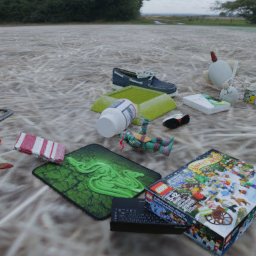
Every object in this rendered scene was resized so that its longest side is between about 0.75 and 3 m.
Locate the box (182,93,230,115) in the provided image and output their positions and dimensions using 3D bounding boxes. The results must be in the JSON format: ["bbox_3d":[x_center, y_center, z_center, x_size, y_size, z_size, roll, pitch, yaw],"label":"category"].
[{"bbox_3d":[2.794,-0.894,10.099,1.018,0.256,1.410,-14,29,-27],"label":"box"}]

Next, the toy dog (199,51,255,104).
[{"bbox_3d":[3.744,-2.164,11.130,1.958,1.430,2.970,-32,23,1],"label":"toy dog"}]

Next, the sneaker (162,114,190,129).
[{"bbox_3d":[1.393,-0.208,8.583,1.018,0.359,0.476,-16,13,-29],"label":"sneaker"}]

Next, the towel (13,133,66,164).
[{"bbox_3d":[-2.058,0.447,6.646,1.137,0.129,0.819,19,20,-16],"label":"towel"}]

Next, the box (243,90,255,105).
[{"bbox_3d":[4.825,-1.051,10.233,0.391,0.426,1.217,-11,27,-22],"label":"box"}]

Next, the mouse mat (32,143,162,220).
[{"bbox_3d":[-0.709,1.003,6.158,2.377,0.090,1.913,22,32,37],"label":"mouse mat"}]

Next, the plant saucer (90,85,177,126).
[{"bbox_3d":[0.228,-0.947,9.858,2.288,0.549,2.291,19,31,36],"label":"plant saucer"}]

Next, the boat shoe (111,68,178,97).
[{"bbox_3d":[0.627,-1.923,11.534,2.998,0.927,1.122,17,28,31],"label":"boat shoe"}]

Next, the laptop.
[{"bbox_3d":[0.304,1.347,4.592,1.169,0.681,1.319,4,25,-1],"label":"laptop"}]

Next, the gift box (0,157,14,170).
[{"bbox_3d":[-2.357,1.403,2.876,2.440,2.252,2.279,-8,34,-26],"label":"gift box"}]

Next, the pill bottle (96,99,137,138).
[{"bbox_3d":[-0.341,-0.272,8.072,0.803,0.803,1.343,10,27,21],"label":"pill bottle"}]

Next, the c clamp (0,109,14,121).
[{"bbox_3d":[-4.444,-0.436,9.205,1.037,0.164,1.214,9,26,19],"label":"c clamp"}]

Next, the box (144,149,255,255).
[{"bbox_3d":[1.626,1.184,5.223,2.264,0.427,1.546,-21,33,-40],"label":"box"}]

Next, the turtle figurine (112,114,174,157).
[{"bbox_3d":[0.370,0.237,7.035,1.509,0.760,1.130,18,39,4],"label":"turtle figurine"}]
